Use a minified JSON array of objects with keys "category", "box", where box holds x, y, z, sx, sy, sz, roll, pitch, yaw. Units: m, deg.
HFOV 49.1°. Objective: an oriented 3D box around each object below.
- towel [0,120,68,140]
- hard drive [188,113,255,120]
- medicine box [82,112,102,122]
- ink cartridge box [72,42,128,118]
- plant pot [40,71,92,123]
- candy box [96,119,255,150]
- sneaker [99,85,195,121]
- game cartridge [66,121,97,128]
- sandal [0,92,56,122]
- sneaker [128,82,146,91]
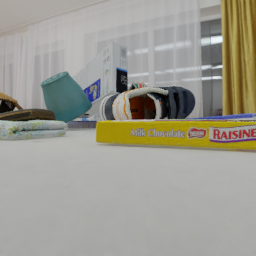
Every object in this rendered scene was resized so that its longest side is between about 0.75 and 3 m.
[{"category":"towel","box":[-1.559,0.004,4.037,0.934,0.263,1.091,0,2,29]},{"category":"hard drive","box":[2.517,-0.137,6.549,1.470,0.283,2.228,-1,0,-26]},{"category":"medicine box","box":[-1.874,-1.348,16.317,1.101,2.139,1.949,0,1,-29]},{"category":"ink cartridge box","box":[-0.925,-1.084,7.487,0.516,1.308,2.630,10,-18,-35]},{"category":"plant pot","box":[-1.514,-0.744,6.541,1.034,0.972,1.034,-21,23,9]},{"category":"candy box","box":[0.789,0.041,2.839,2.010,0.265,1.027,1,0,25]},{"category":"sneaker","box":[0.733,-0.441,6.282,2.588,1.015,1.028,-12,8,-31]},{"category":"game cartridge","box":[-1.418,-0.118,8.402,0.893,0.265,1.378,4,1,-15]},{"category":"sandal","box":[-2.647,-0.305,5.447,2.797,0.763,1.143,0,0,34]},{"category":"sneaker","box":[0.009,-0.700,6.923,0.491,1.051,0.370,6,33,-50]}]
